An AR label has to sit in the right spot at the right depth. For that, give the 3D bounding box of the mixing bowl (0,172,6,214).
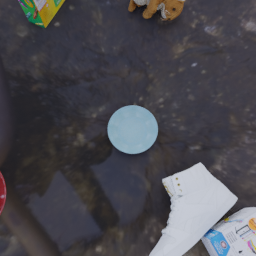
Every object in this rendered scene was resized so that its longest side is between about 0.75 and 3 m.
[{"bbox_3d":[-4.585,1.784,7.232,2.355,1.275,2.355,0,76,0],"label":"mixing bowl"}]

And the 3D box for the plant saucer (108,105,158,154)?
[{"bbox_3d":[0.138,0.064,8.213,1.454,0.280,1.454,0,74,1],"label":"plant saucer"}]

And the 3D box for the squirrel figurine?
[{"bbox_3d":[1.063,-4.360,8.984,1.683,1.276,1.803,22,78,-1],"label":"squirrel figurine"}]

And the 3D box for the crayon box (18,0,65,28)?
[{"bbox_3d":[-2.486,-4.609,8.924,0.691,1.408,2.371,26,75,7],"label":"crayon box"}]

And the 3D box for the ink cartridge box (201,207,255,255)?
[{"bbox_3d":[2.834,2.849,6.990,1.553,1.124,1.144,-27,76,-7],"label":"ink cartridge box"}]

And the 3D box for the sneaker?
[{"bbox_3d":[1.264,2.163,7.301,2.895,1.066,1.673,-37,76,-19],"label":"sneaker"}]
